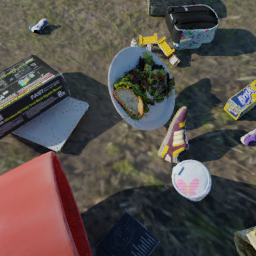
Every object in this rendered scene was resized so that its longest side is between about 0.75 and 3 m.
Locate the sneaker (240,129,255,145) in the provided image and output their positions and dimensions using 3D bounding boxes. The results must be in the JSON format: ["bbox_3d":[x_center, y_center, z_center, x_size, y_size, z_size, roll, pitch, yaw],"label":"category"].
[{"bbox_3d":[3.826,0.258,8.511,0.846,0.341,0.353,-30,78,-7],"label":"sneaker"}]

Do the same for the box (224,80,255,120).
[{"bbox_3d":[3.933,-0.988,9.073,1.678,0.539,0.588,-33,65,-19],"label":"box"}]

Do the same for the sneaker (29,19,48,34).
[{"bbox_3d":[-3.451,-3.933,11.024,0.759,0.307,0.439,-32,68,-10],"label":"sneaker"}]

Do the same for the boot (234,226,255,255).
[{"bbox_3d":[3.647,2.213,6.849,2.267,1.062,2.917,-9,64,-7],"label":"boot"}]

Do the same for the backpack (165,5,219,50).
[{"bbox_3d":[2.355,-3.733,10.271,1.751,1.318,1.554,-10,58,-3],"label":"backpack"}]

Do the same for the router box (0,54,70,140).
[{"bbox_3d":[-3.420,-1.025,8.583,2.687,0.835,2.013,-37,47,-18],"label":"router box"}]

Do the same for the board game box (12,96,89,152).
[{"bbox_3d":[-2.451,-0.299,8.792,1.863,0.241,1.863,20,61,14],"label":"board game box"}]

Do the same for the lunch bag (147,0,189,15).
[{"bbox_3d":[1.560,-5.682,11.567,1.598,1.146,1.949,-1,64,-1],"label":"lunch bag"}]

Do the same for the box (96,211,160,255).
[{"bbox_3d":[0.011,2.807,6.696,1.079,0.669,1.060,37,66,20],"label":"box"}]

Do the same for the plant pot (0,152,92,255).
[{"bbox_3d":[-2.281,2.165,5.609,2.543,2.874,2.874,-18,61,-10],"label":"plant pot"}]

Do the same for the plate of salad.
[{"bbox_3d":[0.572,-1.233,8.401,2.620,0.629,2.620,8,76,-35],"label":"plate of salad"}]

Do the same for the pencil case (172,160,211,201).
[{"bbox_3d":[1.568,1.295,6.784,0.818,1.968,0.893,-42,70,1],"label":"pencil case"}]

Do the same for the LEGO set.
[{"bbox_3d":[1.062,-2.914,10.319,1.921,0.715,0.884,18,95,5],"label":"LEGO set"}]

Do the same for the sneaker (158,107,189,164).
[{"bbox_3d":[1.471,0.213,7.942,0.738,1.637,0.614,25,19,9],"label":"sneaker"}]
